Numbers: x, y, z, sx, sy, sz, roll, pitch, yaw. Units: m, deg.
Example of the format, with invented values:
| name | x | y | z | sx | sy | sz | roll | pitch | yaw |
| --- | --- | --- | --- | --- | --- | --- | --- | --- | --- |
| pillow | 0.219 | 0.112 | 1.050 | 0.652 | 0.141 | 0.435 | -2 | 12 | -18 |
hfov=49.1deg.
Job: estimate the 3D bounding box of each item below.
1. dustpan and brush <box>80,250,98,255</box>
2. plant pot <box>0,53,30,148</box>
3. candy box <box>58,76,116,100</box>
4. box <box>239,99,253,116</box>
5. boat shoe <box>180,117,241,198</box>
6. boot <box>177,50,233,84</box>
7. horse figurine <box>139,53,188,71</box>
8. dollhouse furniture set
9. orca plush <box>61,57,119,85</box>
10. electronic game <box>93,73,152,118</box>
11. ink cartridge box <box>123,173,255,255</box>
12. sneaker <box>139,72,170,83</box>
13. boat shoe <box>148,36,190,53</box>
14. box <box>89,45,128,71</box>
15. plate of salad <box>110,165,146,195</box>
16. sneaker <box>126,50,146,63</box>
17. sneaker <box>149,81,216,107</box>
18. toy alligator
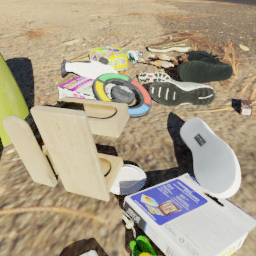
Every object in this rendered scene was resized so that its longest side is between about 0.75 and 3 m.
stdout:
| name | x | y | z | sx | sy | sz | roll | pitch | yaw |
| --- | --- | --- | --- | --- | --- | --- | --- | --- | --- |
| dustpan and brush | -0.986 | 2.584 | 4.350 | 1.387 | 0.397 | 0.968 | -10 | 25 | -28 |
| plant pot | -4.428 | -1.268 | 8.002 | 2.788 | 2.979 | 2.788 | 0 | 31 | 0 |
| candy box | -1.416 | -1.292 | 10.307 | 1.912 | 0.583 | 1.304 | 18 | 36 | 26 |
| box | 4.084 | -0.724 | 9.693 | 0.385 | 0.288 | 0.770 | 9 | 31 | 14 |
| boat shoe | 2.036 | 0.748 | 6.780 | 0.987 | 0.935 | 2.822 | -42 | 25 | 12 |
| boot | 2.997 | -2.803 | 12.372 | 2.726 | 1.009 | 2.234 | -5 | 33 | -19 |
| horse figurine | 1.815 | -3.067 | 12.905 | 2.643 | 0.660 | 1.751 | 19 | 13 | 42 |
| dollhouse furniture set | -1.336 | -0.386 | 6.658 | 2.706 | 2.319 | 2.846 | 8 | 44 | 20 |
| orca plush | -1.477 | -2.130 | 11.751 | 2.733 | 0.972 | 1.438 | 2 | 76 | 15 |
| electronic game | -0.165 | -1.145 | 9.554 | 2.140 | 0.445 | 2.140 | 16 | 43 | -15 |
| ink cartridge box | 1.214 | 1.746 | 5.491 | 1.914 | 0.450 | 1.891 | -9 | 30 | -38 |
| sneaker | 1.141 | -2.168 | 11.809 | 1.356 | 0.547 | 0.566 | 13 | 28 | 20 |
| boat shoe | 2.270 | -4.703 | 15.554 | 2.320 | 0.858 | 0.857 | -4 | 32 | -6 |
| box | -0.931 | -3.240 | 13.205 | 1.355 | 0.858 | 1.407 | -16 | 35 | -23 |
| plate of salad | -0.066 | 1.228 | 6.568 | 0.987 | 0.237 | 0.987 | -2 | 34 | 2 |
| sneaker | 0.509 | -3.697 | 14.255 | 0.939 | 0.522 | 1.342 | -11 | 34 | -16 |
| sneaker | 1.910 | -1.274 | 10.175 | 2.349 | 0.868 | 0.931 | 5 | 22 | -3 |
| toy alligator | 0.299 | 2.280 | 4.630 | 0.550 | 0.601 | 2.027 | -50 | 45 | 2 |
